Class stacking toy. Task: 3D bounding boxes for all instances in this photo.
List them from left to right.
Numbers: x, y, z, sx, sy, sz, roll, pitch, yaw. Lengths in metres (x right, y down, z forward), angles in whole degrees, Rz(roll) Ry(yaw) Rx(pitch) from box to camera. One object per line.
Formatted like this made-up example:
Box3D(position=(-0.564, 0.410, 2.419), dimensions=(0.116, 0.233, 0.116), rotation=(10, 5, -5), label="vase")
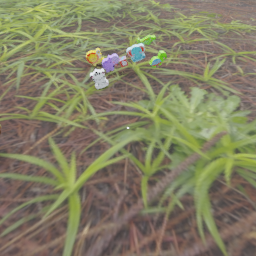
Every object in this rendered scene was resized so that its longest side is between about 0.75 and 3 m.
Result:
Box3D(position=(-0.152, -2.671, 10.466), dimensions=(2.906, 0.683, 2.191), rotation=(-20, 38, 4), label="stacking toy")
